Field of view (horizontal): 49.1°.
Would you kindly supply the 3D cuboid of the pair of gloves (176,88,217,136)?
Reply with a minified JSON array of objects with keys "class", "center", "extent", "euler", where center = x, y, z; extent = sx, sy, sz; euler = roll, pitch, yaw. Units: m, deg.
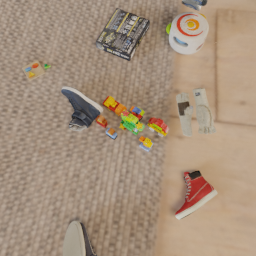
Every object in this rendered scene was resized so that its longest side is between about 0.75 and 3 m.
[{"class":"pair of gloves","center":[1.590,-0.364,6.709],"extent":[0.230,1.309,1.113],"euler":[-14,92,-20]}]

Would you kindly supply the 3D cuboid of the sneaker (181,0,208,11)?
[{"class":"sneaker","center":[2.043,-4.106,8.221],"extent":[0.818,2.195,0.956],"euler":[24,109,-2]}]

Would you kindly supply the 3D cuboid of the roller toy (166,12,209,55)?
[{"class":"roller toy","center":[2.132,-3.340,9.796],"extent":[1.400,0.978,1.277],"euler":[-9,70,-3]}]

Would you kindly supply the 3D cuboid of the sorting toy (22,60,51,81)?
[{"class":"sorting toy","center":[-3.178,-2.092,9.789],"extent":[0.892,0.131,0.660],"euler":[-30,73,-10]}]

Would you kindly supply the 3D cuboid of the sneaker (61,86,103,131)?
[{"class":"sneaker","center":[-1.745,-0.594,8.989],"extent":[1.565,0.595,1.131],"euler":[32,70,10]}]

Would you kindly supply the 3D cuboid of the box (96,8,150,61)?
[{"class":"box","center":[-0.172,-3.402,10.119],"extent":[1.380,0.420,1.712],"euler":[24,72,7]}]

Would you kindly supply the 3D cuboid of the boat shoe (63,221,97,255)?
[{"class":"boat shoe","center":[-1.101,3.792,7.438],"extent":[0.939,0.811,2.585],"euler":[-35,57,35]}]

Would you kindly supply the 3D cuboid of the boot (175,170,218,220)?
[{"class":"boot","center":[1.732,1.888,8.143],"extent":[1.448,0.524,1.045],"euler":[-32,72,-19]}]

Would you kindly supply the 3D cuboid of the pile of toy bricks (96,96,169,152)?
[{"class":"pile of toy bricks","center":[0.041,-0.208,8.563],"extent":[2.287,1.129,1.269],"euler":[32,73,11]}]
